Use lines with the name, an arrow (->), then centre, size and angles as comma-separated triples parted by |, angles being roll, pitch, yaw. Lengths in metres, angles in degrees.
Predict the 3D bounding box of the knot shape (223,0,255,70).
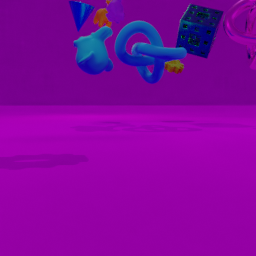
knot shape -> 3.714, -2.785, 7.627 | 0.966, 2.090, 1.956 | -16, -3, -27

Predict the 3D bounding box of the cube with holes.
cube with holes -> 2.364, -3.237, 9.352 | 1.126, 1.126, 1.126 | 20, 53, 14

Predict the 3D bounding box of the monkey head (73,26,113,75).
monkey head -> -0.836, -2.077, 7.678 | 1.246, 1.044, 1.733 | -29, -7, 20

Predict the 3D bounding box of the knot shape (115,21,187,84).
knot shape -> 0.720, -2.049, 7.785 | 1.808, 0.893, 1.932 | 6, -25, 28

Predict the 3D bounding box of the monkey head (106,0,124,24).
monkey head -> -0.343, -3.979, 9.571 | 0.782, 1.087, 0.655 | 28, 49, 18

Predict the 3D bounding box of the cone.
cone -> -1.562, -3.562, 9.104 | 0.863, 0.866, 0.863 | 11, 14, -3

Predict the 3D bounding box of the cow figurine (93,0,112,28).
cow figurine -> -0.816, -4.417, 10.750 | 0.643, 1.152, 1.171 | 4, 28, -36

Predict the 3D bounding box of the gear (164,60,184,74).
gear -> 1.514, -2.498, 10.677 | 1.270, 0.235, 1.270 | 18, 33, -12
